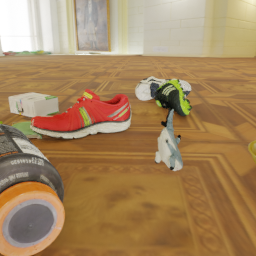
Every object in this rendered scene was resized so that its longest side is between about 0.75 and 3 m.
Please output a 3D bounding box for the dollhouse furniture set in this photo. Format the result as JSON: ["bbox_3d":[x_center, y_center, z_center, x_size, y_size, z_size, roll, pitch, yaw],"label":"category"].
[{"bbox_3d":[-3.420,-0.158,7.546,2.128,0.821,1.063,-6,19,-17],"label":"dollhouse furniture set"}]

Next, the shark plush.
[{"bbox_3d":[0.816,0.254,5.475,0.510,1.225,0.557,-11,2,-27],"label":"shark plush"}]

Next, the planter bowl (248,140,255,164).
[{"bbox_3d":[2.954,0.755,4.946,1.640,0.683,1.640,0,18,0],"label":"planter bowl"}]

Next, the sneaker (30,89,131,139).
[{"bbox_3d":[-1.271,-0.469,7.836,2.890,1.227,1.113,-9,20,-26],"label":"sneaker"}]

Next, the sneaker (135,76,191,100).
[{"bbox_3d":[1.498,-1.868,12.580,2.403,0.959,1.564,-10,26,2],"label":"sneaker"}]

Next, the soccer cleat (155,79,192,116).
[{"bbox_3d":[1.616,-1.025,10.380,1.148,0.956,2.833,-26,21,13],"label":"soccer cleat"}]

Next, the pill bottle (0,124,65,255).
[{"bbox_3d":[-1.686,0.781,3.974,1.225,1.225,2.306,-11,21,-31],"label":"pill bottle"}]

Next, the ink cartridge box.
[{"bbox_3d":[-3.363,-0.837,9.996,1.436,0.603,1.040,12,21,32],"label":"ink cartridge box"}]
